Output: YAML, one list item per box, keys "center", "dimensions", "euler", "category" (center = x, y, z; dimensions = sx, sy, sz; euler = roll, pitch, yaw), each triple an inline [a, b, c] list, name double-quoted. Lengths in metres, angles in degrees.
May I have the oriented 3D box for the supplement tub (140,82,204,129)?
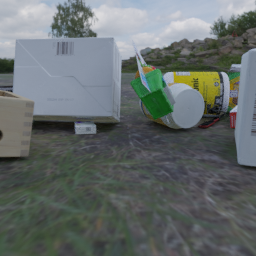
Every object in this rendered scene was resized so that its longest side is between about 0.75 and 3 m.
- center: [1.251, -0.696, 8.238]
  dimensions: [1.276, 1.276, 1.763]
  euler: [-6, 14, -24]
  category: "supplement tub"

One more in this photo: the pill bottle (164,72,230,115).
- center: [2.003, -1.202, 9.896]
  dimensions: [2.764, 1.538, 1.538]
  euler: [1, 13, 6]
  category: "pill bottle"

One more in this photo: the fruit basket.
- center: [0.596, -1.138, 6.799]
  dimensions: [0.789, 1.559, 1.683]
  euler: [-19, 48, 18]
  category: "fruit basket"

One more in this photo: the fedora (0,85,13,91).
- center: [-4.786, -1.370, 11.965]
  dimensions: [1.965, 0.887, 1.738]
  euler: [-7, 14, -20]
  category: "fedora"

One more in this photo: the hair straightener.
- center: [2.617, -0.450, 8.596]
  dimensions: [0.340, 0.639, 1.660]
  euler: [2, 11, 42]
  category: "hair straightener"

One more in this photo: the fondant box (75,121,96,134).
- center: [-1.185, -0.020, 7.705]
  dimensions: [0.544, 0.220, 0.754]
  euler: [-2, 12, -13]
  category: "fondant box"

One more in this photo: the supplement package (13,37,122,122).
- center: [-1.687, -1.341, 8.288]
  dimensions: [2.815, 2.193, 1.561]
  euler: [1, -4, 6]
  category: "supplement package"

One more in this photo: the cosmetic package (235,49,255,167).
- center: [3.323, -0.484, 5.607]
  dimensions: [2.074, 2.086, 2.493]
  euler: [5, 14, 18]
  category: "cosmetic package"

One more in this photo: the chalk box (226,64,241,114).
- center: [4.969, -1.390, 10.142]
  dimensions: [2.582, 1.598, 1.606]
  euler: [7, 23, 23]
  category: "chalk box"

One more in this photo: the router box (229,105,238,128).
- center: [4.149, -0.442, 8.416]
  dimensions: [1.783, 0.485, 1.987]
  euler: [-1, 11, 30]
  category: "router box"

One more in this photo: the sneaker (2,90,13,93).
- center: [-4.103, -0.829, 9.743]
  dimensions: [1.141, 0.955, 2.577]
  euler: [2, 4, 9]
  category: "sneaker"

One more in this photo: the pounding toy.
- center: [-3.378, -0.005, 5.542]
  dimensions: [2.244, 1.595, 2.065]
  euler: [3, 10, -38]
  category: "pounding toy"
